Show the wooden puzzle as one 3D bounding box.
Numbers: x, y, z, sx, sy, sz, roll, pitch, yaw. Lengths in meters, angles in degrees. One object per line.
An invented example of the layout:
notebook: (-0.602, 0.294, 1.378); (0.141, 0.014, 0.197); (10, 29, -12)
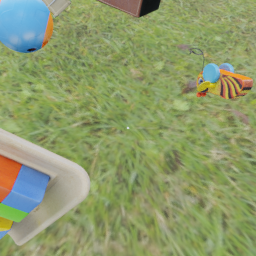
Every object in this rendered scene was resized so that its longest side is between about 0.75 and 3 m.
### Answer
wooden puzzle: (-1.847, 0.615, 2.949); (2.268, 2.100, 0.525); (33, 41, -19)

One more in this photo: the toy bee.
toy bee: (1.724, -0.895, 5.529); (1.000, 0.830, 1.527); (4, 34, -10)

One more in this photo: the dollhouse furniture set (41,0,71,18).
dollhouse furniture set: (-2.401, -3.687, 8.512); (1.330, 0.871, 0.667); (-38, 11, 10)

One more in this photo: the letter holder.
letter holder: (0.066, -4.303, 6.799); (1.763, 2.480, 1.247); (28, 41, 15)

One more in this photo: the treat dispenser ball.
treat dispenser ball: (-2.274, -2.278, 6.092); (1.251, 1.251, 1.251); (0, 48, 0)
